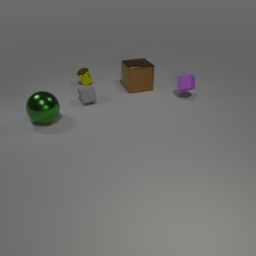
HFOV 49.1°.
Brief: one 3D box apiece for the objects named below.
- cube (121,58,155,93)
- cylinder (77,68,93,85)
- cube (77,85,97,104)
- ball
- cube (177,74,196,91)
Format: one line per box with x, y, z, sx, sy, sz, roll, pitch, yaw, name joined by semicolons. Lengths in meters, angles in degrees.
0.506;-2.864;15.213;1.400;1.400;1.400;-10;32;-17;cube
-2.423;-2.894;15.713;0.700;0.700;0.700;-9;48;10;cylinder
-2.000;-1.663;13.723;0.700;0.700;0.700;-17;21;-16;cube
-3.628;-0.877;11.969;1.400;1.400;1.400;0;31;0;ball
2.949;-2.286;14.155;0.700;0.700;0.700;-5;1;30;cube
